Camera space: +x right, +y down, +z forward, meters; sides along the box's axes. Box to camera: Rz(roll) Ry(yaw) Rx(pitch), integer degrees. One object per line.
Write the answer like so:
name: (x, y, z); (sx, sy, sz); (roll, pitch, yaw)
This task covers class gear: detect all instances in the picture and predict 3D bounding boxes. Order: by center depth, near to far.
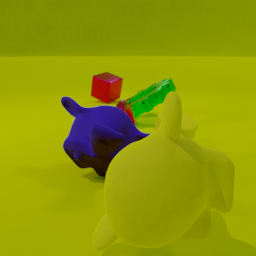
gear: (0.488, -0.829, 8.306); (1.922, 0.356, 1.922); (-29, 13, 7)

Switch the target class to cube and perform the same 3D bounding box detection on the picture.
cube: (-0.866, -1.661, 11.414); (0.903, 0.903, 0.903); (26, 33, 25)

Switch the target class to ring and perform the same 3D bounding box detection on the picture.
ring: (-0.032, -0.074, 6.055); (0.216, 1.079, 1.079); (-10, 13, 13)

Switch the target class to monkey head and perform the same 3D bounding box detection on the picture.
monkey head: (0.296, 0.468, 2.763); (1.093, 1.813, 1.305); (17, 28, -17)
monkey head: (-0.341, 0.069, 4.620); (1.933, 1.391, 1.165); (23, 58, -4)

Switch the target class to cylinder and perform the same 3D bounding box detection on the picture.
cylinder: (0.863, 0.149, 5.408); (0.761, 0.761, 0.761); (10, 30, -6)
